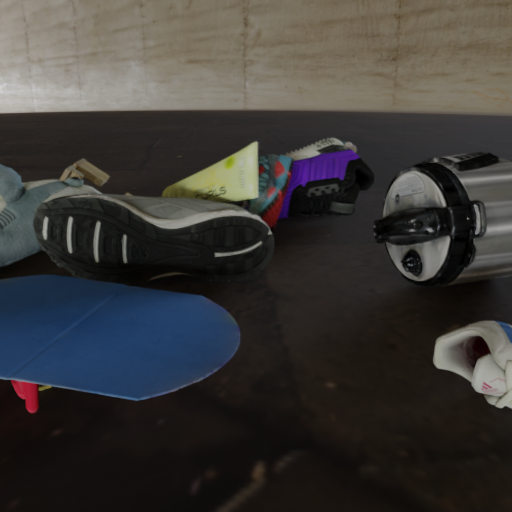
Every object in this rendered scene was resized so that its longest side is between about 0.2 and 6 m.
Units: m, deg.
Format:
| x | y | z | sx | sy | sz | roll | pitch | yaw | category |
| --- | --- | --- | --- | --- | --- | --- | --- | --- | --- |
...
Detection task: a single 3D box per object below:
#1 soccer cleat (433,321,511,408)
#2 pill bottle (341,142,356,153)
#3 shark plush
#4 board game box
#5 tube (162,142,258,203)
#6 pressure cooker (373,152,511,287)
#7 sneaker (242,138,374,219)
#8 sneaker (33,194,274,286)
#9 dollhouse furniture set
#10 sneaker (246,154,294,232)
| x | y | z | sx | sy | sz | roll | pitch | yaw | category |
| --- | --- | --- | --- | --- | --- | --- | --- | --- | --- |
| 2.431 | 1.132 | 4.640 | 0.969 | 0.784 | 2.245 | -2 | 10 | -24 | soccer cleat |
| 3.146 | -3.869 | 20.283 | 0.951 | 0.527 | 0.527 | 17 | 24 | 40 | pill bottle |
| -3.085 | -0.352 | 9.035 | 3.510 | 1.595 | 1.462 | 3 | 55 | -34 | shark plush |
| -1.780 | 0.930 | 5.600 | 3.212 | 0.625 | 2.537 | 8 | 14 | 6 | board game box |
| -0.733 | -1.156 | 9.261 | 2.294 | 0.666 | 0.596 | -11 | 27 | 48 | tube |
| 2.744 | -0.460 | 7.871 | 2.042 | 1.796 | 1.824 | -7 | 47 | -18 | pressure cooker |
| 1.239 | -1.343 | 11.491 | 3.301 | 1.148 | 1.642 | -32 | 61 | -33 | sneaker |
| -1.480 | -0.304 | 8.213 | 3.347 | 1.237 | 1.327 | 4 | 20 | -12 | sneaker |
| -3.293 | -0.783 | 11.226 | 1.701 | 1.386 | 1.618 | 33 | 15 | -10 | dollhouse furniture set |
| 0.001 | -1.124 | 9.943 | 1.020 | 0.847 | 2.135 | 13 | 36 | 5 | sneaker |
